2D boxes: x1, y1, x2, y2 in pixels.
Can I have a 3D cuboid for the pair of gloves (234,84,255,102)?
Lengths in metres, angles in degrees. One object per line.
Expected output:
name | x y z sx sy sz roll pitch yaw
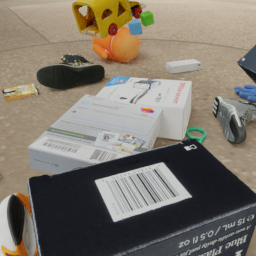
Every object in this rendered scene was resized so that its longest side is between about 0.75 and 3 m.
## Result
pair of gloves | 5.122 -0.954 10.097 2.205 0.312 2.743 3 31 5

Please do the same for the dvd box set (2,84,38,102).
dvd box set | -4.209 -1.388 10.897 1.218 0.179 0.891 -15 36 -22

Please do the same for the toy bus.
toy bus | -0.548 -4.063 9.229 2.474 1.355 2.622 -12 42 4

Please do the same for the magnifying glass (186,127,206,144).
magnifying glass | 2.015 0.383 8.099 0.587 0.165 1.474 2 33 4

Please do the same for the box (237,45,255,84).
box | 3.887 -1.365 6.707 1.898 1.409 1.016 37 17 -21

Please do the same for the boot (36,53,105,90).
boot | -2.646 -2.488 11.914 2.810 1.014 2.123 -11 31 -27

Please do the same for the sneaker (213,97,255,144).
sneaker | 3.561 -0.331 8.579 1.385 0.900 2.398 2 31 0

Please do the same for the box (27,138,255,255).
box | 0.159 1.712 3.789 2.409 2.449 1.438 -12 34 -19

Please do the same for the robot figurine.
robot figurine | -0.632 -4.305 14.170 2.111 1.711 2.934 -3 25 -46

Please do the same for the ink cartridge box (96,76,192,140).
ink cartridge box | 0.545 -0.716 8.857 2.701 1.160 1.978 5 32 16

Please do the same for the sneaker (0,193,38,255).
sneaker | -1.920 2.500 4.144 1.324 1.090 2.879 -30 44 14

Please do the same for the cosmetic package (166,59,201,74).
cosmetic package | 2.580 -2.884 13.089 1.530 0.387 0.631 -10 33 -16

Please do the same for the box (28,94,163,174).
box | -0.538 0.161 6.624 2.276 0.601 2.920 12 31 10
